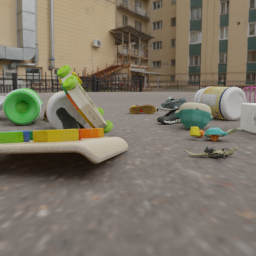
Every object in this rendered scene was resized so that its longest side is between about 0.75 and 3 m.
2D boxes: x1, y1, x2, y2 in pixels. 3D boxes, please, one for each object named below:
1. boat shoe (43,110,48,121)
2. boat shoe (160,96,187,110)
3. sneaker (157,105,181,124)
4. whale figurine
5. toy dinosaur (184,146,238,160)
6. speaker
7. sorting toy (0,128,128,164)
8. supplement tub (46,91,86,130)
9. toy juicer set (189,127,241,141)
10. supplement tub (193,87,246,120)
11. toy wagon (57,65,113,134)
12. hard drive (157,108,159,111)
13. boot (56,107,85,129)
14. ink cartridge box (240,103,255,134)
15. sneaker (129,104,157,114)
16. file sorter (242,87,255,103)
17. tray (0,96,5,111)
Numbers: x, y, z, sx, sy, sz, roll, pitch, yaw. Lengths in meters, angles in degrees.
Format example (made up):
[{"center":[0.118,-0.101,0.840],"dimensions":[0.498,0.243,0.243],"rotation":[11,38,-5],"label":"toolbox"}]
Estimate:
[{"center":[-3.004,-0.496,10.894],"dimensions":[0.458,0.430,1.272],"rotation":[-6,11,-33],"label":"boat shoe"},{"center":[2.474,-1.330,15.154],"dimensions":[0.871,0.739,2.393],"rotation":[-3,9,-18],"label":"boat shoe"},{"center":[1.653,-0.491,10.165],"dimensions":[1.436,0.650,0.477],"rotation":[-5,9,-28],"label":"sneaker"},{"center":[2.106,-0.271,9.059],"dimensions":[1.214,0.792,1.526],"rotation":[8,-14,5],"label":"whale figurine"},{"center":[1.638,0.480,5.401],"dimensions":[1.038,0.246,0.457],"rotation":[0,-5,3],"label":"toy dinosaur"},{"center":[-3.999,-0.893,10.775],"dimensions":[1.319,1.319,2.982],"rotation":[-3,9,-17],"label":"speaker"},{"center":[-1.494,0.216,5.233],"dimensions":[2.654,0.484,2.456],"rotation":[2,1,11],"label":"sorting toy"},{"center":[-1.902,-0.535,8.653],"dimensions":[1.195,1.195,1.655],"rotation":[-3,9,-16],"label":"supplement tub"},{"center":[2.245,0.182,7.208],"dimensions":[1.225,0.333,0.779],"rotation":[0,-10,21],"label":"toy juicer set"},{"center":[3.716,-1.042,11.499],"dimensions":[1.313,1.313,1.818],"rotation":[-5,10,-28],"label":"supplement tub"},{"center":[-1.194,-0.811,7.249],"dimensions":[0.438,1.719,2.215],"rotation":[-36,39,-1],"label":"toy wagon"},{"center":[0.927,-0.952,14.550],"dimensions":[0.804,0.189,1.152],"rotation":[8,12,42],"label":"hard drive"},{"center":[-1.307,0.032,6.972],"dimensions":[0.391,0.979,1.077],"rotation":[-30,-31,-5],"label":"boot"},{"center":[4.380,-0.190,7.546],"dimensions":[1.515,0.878,2.601],"rotation":[-1,9,-7],"label":"ink cartridge box"},{"center":[0.714,-0.937,13.469],"dimensions":[1.325,0.497,0.597],"rotation":[1,15,3],"label":"sneaker"},{"center":[6.722,-1.412,13.964],"dimensions":[1.418,1.279,2.040],"rotation":[-1,9,-2],"label":"file sorter"},{"center":[-5.722,-0.796,11.729],"dimensions":[1.334,0.276,2.485],"rotation":[-47,30,-19],"label":"tray"}]
